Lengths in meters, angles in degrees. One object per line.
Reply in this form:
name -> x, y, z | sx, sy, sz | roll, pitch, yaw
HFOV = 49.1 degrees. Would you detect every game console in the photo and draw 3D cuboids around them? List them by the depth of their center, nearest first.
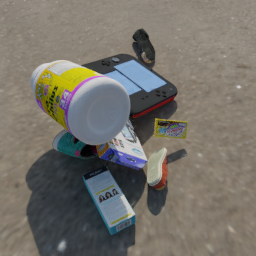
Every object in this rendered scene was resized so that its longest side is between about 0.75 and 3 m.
game console -> 0.051, -1.527, 9.172 | 2.725, 0.423, 2.410 | 40, 42, 25

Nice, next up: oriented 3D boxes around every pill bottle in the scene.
pill bottle -> -1.327, -0.774, 6.754 | 1.481, 1.481, 2.840 | -29, 37, -27

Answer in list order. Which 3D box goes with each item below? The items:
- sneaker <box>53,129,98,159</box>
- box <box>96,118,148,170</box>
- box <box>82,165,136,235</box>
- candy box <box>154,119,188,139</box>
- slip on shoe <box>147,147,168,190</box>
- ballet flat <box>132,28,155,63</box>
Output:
sneaker -> -1.011, 0.194, 7.705 | 1.130, 0.783, 1.872 | 27, 47, 21
box -> -0.325, 0.197, 7.396 | 1.333, 0.465, 2.240 | 24, 33, -38
box -> -0.463, 1.620, 6.501 | 0.636, 0.380, 1.545 | -22, 48, -18
candy box -> 1.180, 0.029, 7.699 | 0.956, 0.489, 0.126 | 4, 6, -18
slip on shoe -> 0.795, 1.017, 7.140 | 0.524, 0.432, 1.413 | -30, 24, 27
ballet flat -> 0.648, -3.332, 11.588 | 0.762, 0.651, 2.292 | 32, 33, -34
